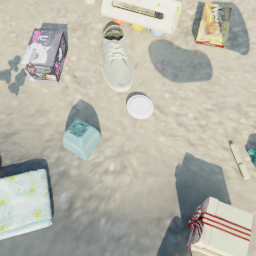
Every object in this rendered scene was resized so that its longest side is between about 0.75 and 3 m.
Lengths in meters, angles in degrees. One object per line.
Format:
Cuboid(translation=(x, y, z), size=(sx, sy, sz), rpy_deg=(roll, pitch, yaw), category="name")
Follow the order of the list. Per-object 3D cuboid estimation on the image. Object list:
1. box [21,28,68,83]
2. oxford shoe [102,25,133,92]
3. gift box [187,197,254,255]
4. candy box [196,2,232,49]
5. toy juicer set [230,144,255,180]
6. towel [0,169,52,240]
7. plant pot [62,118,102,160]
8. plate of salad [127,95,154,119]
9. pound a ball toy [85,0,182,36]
Cuboid(translation=(-2.632, -2.341, 8.983), size=(1.017, 0.883, 1.539), rpy_deg=(5, 61, 3), category="box")
Cuboid(translation=(-0.389, -2.310, 9.061), size=(0.976, 0.750, 2.596), rpy_deg=(-4, 63, -6), category="oxford shoe")
Cuboid(translation=(1.944, 2.337, 6.205), size=(1.181, 1.167, 1.265), rpy_deg=(21, 57, 9), category="gift box")
Cuboid(translation=(3.068, -3.669, 9.964), size=(0.993, 0.476, 1.720), rpy_deg=(14, 62, 8), category="candy box")
Cuboid(translation=(3.670, 1.015, 7.370), size=(1.822, 0.496, 1.159), rpy_deg=(-2, 68, 25), category="toy juicer set")
Cuboid(translation=(-2.800, 1.875, 6.890), size=(1.725, 0.415, 1.476), rpy_deg=(-13, 62, -8), category="towel")
Cuboid(translation=(-1.270, 0.210, 7.587), size=(0.818, 0.833, 0.816), rpy_deg=(29, 64, 15), category="plant pot")
Cuboid(translation=(0.363, -0.617, 8.419), size=(0.818, 0.196, 0.818), rpy_deg=(3, 67, -8), category="plate of salad")
Cuboid(translation=(0.131, -3.986, 9.516), size=(2.981, 1.266, 1.944), rpy_deg=(19, 27, 10), category="pound a ball toy")
